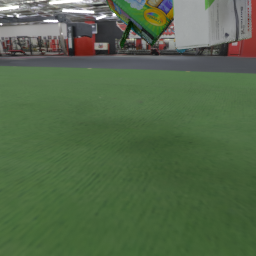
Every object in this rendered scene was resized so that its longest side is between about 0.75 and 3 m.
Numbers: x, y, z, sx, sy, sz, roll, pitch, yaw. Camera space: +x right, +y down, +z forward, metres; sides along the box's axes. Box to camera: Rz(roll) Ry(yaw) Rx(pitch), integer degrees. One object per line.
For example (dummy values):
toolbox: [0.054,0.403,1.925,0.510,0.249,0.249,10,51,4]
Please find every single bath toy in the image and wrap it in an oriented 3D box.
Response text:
bath toy: [2.085,-3.312,10.841,0.700,0.595,1.609,19,26,-2]

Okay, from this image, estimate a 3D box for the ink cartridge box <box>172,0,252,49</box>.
ink cartridge box: [1.820,-2.484,5.864,0.816,1.414,1.943,8,23,44]

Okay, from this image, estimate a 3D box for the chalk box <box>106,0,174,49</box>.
chalk box: [0.540,-3.389,7.409,1.729,2.790,1.741,40,7,-5]
